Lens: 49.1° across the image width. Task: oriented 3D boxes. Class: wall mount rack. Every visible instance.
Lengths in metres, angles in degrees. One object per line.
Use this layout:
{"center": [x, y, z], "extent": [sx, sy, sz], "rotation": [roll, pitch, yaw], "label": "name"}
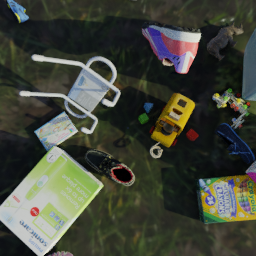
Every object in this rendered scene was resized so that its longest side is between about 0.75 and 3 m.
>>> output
{"center": [-1.516, -0.975, 7.428], "extent": [2.224, 2.559, 0.954], "rotation": [34, 48, -10], "label": "wall mount rack"}

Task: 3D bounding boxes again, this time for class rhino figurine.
{"center": [3.200, -2.899, 9.102], "extent": [0.696, 0.476, 1.591], "rotation": [42, 80, 7], "label": "rhino figurine"}

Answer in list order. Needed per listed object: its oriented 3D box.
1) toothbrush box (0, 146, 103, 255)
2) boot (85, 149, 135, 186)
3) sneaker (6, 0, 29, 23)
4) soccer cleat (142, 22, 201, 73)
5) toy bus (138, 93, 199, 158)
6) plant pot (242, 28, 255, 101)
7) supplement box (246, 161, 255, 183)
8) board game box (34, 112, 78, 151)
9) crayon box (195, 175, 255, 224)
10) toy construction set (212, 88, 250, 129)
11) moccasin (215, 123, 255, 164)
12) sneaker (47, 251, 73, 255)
{"center": [-2.133, 1.988, 7.894], "extent": [1.741, 1.029, 2.391], "rotation": [40, 83, 7], "label": "toothbrush box"}
{"center": [-0.525, 1.067, 7.934], "extent": [1.686, 1.273, 0.608], "rotation": [32, 80, 5], "label": "boot"}
{"center": [-3.724, -3.994, 9.401], "extent": [0.417, 0.350, 1.063], "rotation": [-32, 79, -22], "label": "sneaker"}
{"center": [1.031, -2.370, 7.941], "extent": [1.013, 2.970, 1.087], "rotation": [0, 112, -17], "label": "soccer cleat"}
{"center": [1.278, -0.197, 8.239], "extent": [1.626, 0.890, 1.723], "rotation": [-12, 67, -14], "label": "toy bus"}
{"center": [4.295, -1.612, 8.082], "extent": [1.946, 1.987, 1.951], "rotation": [7, 79, 2], "label": "plant pot"}
{"center": [4.602, 0.835, 7.794], "extent": [2.258, 1.167, 1.143], "rotation": [-37, 81, -23], "label": "supplement box"}
{"center": [-2.223, 0.106, 8.675], "extent": [1.094, 0.187, 0.735], "rotation": [-34, 81, -6], "label": "board game box"}
{"center": [3.052, 2.028, 8.147], "extent": [1.975, 0.509, 1.242], "rotation": [-5, 79, -2], "label": "crayon box"}
{"center": [3.219, -0.643, 8.604], "extent": [0.862, 0.606, 1.315], "rotation": [-33, 88, -30], "label": "toy construction set"}
{"center": [3.160, 0.532, 8.457], "extent": [0.485, 0.573, 1.423], "rotation": [-32, 67, -14], "label": "moccasin"}
{"center": [-2.344, 4.082, 7.687], "extent": [1.951, 0.785, 0.863], "rotation": [-20, 86, 1], "label": "sneaker"}
